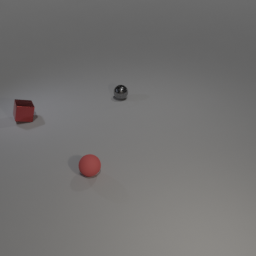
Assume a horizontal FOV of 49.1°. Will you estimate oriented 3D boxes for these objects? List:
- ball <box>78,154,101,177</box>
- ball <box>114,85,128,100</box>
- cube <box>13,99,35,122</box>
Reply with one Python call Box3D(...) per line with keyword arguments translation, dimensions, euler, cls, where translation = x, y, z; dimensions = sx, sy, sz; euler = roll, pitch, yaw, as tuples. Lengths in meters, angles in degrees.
Box3D(translation=(-1.201, 1.175, 8.799), dimensions=(0.700, 0.700, 0.700), euler=(0, 32, 0), cls="ball")
Box3D(translation=(-0.340, -1.706, 13.334), dimensions=(0.700, 0.700, 0.700), euler=(0, 32, 0), cls="ball")
Box3D(translation=(-4.337, -0.721, 11.637), dimensions=(0.700, 0.700, 0.700), euler=(1, 28, -31), cls="cube")
